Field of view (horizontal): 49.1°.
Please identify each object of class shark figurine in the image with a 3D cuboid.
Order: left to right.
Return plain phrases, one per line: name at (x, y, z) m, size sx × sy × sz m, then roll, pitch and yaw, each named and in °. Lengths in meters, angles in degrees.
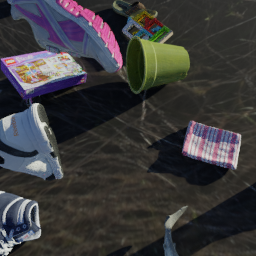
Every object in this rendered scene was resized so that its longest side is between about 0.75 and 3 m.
shark figurine at (1.388, 3.228, 6.523) m, size 1.030 × 1.475 × 2.469 m, roll 6°, pitch 39°, yaw -25°

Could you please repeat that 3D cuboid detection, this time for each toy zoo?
toy zoo at (0.621, -3.668, 10.484) m, size 1.189 × 0.185 × 1.812 m, roll -42°, pitch 68°, yaw -5°

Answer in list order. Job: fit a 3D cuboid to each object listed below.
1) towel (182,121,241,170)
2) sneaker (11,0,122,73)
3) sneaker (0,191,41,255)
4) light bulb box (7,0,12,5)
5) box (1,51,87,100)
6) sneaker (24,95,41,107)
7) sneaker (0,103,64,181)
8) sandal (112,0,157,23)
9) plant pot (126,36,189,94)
towel at (2.483, 0.482, 8.267) m, size 1.604 × 0.240 × 1.174 m, roll 16°, pitch 62°, yaw 9°
sneaker at (-1.256, -2.022, 5.865) m, size 2.627 × 1.159 × 1.069 m, roll 41°, pitch 25°, yaw -13°
sneaker at (-3.013, 2.844, 6.522) m, size 1.477 × 0.954 × 2.723 m, roll 8°, pitch 58°, yaw 6°
light bulb box at (-4.447, -5.345, 11.170) m, size 0.917 × 0.925 × 0.577 m, roll 34°, pitch 67°, yaw 17°
box at (-2.670, -1.823, 9.033) m, size 2.228 × 0.436 × 1.525 m, roll -24°, pitch 61°, yaw -37°
sneaker at (-3.090, -1.166, 9.081) m, size 0.528 × 0.491 × 1.223 m, roll -18°, pitch 43°, yaw 23°
sneaker at (-1.953, 0.436, 5.550) m, size 1.092 × 2.731 × 1.007 m, roll -17°, pitch 65°, yaw -12°
sandal at (0.220, -4.665, 11.001) m, size 1.915 × 0.547 × 0.761 m, roll 23°, pitch 63°, yaw 13°
plant pot at (0.998, -2.044, 9.022) m, size 1.682 × 1.772 × 1.772 m, roll -6°, pitch 60°, yaw -17°
